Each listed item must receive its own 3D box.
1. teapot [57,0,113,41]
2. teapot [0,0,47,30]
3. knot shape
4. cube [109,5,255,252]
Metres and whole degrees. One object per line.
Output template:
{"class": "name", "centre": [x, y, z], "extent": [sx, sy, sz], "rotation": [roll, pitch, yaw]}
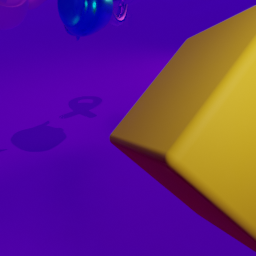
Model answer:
{"class": "teapot", "centre": [-0.901, -2.632, 6.159], "extent": [1.016, 2.075, 1.290], "rotation": [-16, 73, -45]}
{"class": "teapot", "centre": [-2.298, -2.475, 5.077], "extent": [2.004, 1.246, 0.981], "rotation": [-7, -4, -43]}
{"class": "knot shape", "centre": [-0.024, -3.689, 7.525], "extent": [0.802, 1.624, 1.736], "rotation": [37, 37, -9]}
{"class": "cube", "centre": [0.866, 0.042, 2.266], "extent": [1.314, 1.314, 1.314], "rotation": [-52, 16, -9]}
